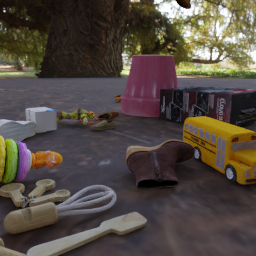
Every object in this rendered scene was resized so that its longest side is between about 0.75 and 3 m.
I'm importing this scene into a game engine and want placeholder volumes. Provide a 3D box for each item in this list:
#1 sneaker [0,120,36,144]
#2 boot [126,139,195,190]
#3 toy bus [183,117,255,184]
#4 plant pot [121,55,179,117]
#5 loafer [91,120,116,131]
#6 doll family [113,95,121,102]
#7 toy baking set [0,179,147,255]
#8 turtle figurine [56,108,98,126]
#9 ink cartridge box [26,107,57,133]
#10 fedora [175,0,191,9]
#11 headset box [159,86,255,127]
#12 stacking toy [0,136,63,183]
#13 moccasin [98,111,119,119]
[{"bbox_3d":[-3.135,0.084,7.142,0.916,0.584,1.586,0,3,9],"label":"sneaker"},{"bbox_3d":[0.688,0.673,4.906,1.408,0.510,1.172,-1,24,-12],"label":"boot"},{"bbox_3d":[1.784,0.345,5.253,0.658,0.792,2.023,-3,13,-16],"label":"toy bus"},{"bbox_3d":[0.996,-1.769,11.394,2.576,2.306,2.576,0,12,0],"label":"plant pot"},{"bbox_3d":[-0.749,-0.100,8.495,0.816,0.275,0.310,-8,15,-32],"label":"loafer"},{"bbox_3d":[-0.402,-1.539,15.084,0.525,0.381,0.847,0,-7,34],"label":"doll family"},{"bbox_3d":[-1.152,1.007,3.408,2.516,0.293,1.931,6,14,26],"label":"toy baking set"},{"bbox_3d":[-1.663,-0.398,9.254,1.329,0.531,1.648,-2,12,-7],"label":"turtle figurine"},{"bbox_3d":[-2.608,-0.261,8.407,0.635,0.624,0.863,-9,15,-35],"label":"ink cartridge box"},{"bbox_3d":[2.122,-4.820,10.542,0.777,0.317,0.777,36,-1,1],"label":"fedora"},{"bbox_3d":[2.903,-0.779,9.549,2.211,1.147,2.971,-12,18,-42],"label":"headset box"},{"bbox_3d":[-1.967,0.522,4.533,1.850,1.015,1.073,5,3,-33],"label":"stacking toy"},{"bbox_3d":[-0.706,-0.458,10.113,0.779,0.285,0.301,-2,15,-9],"label":"moccasin"}]
